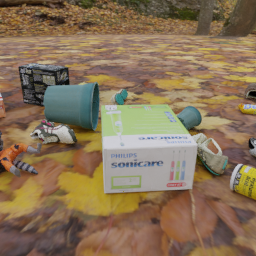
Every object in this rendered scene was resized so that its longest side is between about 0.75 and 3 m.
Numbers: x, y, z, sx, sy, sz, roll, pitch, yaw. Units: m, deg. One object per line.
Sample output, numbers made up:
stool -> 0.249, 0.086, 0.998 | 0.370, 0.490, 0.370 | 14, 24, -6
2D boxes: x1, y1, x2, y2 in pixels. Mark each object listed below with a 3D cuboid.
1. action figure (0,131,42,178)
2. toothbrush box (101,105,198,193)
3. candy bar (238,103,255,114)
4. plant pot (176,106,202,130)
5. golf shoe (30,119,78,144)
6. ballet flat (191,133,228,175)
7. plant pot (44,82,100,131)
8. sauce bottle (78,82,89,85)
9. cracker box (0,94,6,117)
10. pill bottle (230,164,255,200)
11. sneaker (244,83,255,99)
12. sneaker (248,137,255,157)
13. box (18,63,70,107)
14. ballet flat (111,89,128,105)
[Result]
action figure -> -3.126, 0.922, 6.769 | 1.675, 0.906, 1.732 | 2, 50, 22
toothbrush box -> 0.334, 0.358, 7.186 | 2.008, 1.187, 2.758 | -2, 22, -7
candy bar -> 5.687, -0.658, 10.775 | 2.813, 0.312, 0.701 | 6, 23, 12
plant pot -> 1.926, -0.257, 9.344 | 0.749, 0.765, 0.765 | -28, 35, -35
golf shoe -> -2.208, 0.252, 8.407 | 1.676, 0.647, 0.738 | 12, 42, 38
ballet flat -> 2.006, 0.543, 7.389 | 0.617, 0.685, 1.820 | 19, 13, -27
plant pot -> -1.826, -0.748, 9.221 | 1.577, 1.610, 1.610 | 3, 23, 2
sauce bottle -> -2.041, -1.208, 11.394 | 0.842, 0.842, 2.601 | 3, 22, 7
cracker box -> -5.899, -1.000, 11.006 | 1.712, 0.737, 2.556 | -12, 26, -26
pill bottle -> 2.802, 1.220, 5.899 | 1.120, 0.624, 0.624 | 18, 29, 37
sneaker -> 6.201, -1.353, 12.155 | 2.197, 0.774, 0.830 | 15, 48, 34
sneaker -> 3.971, 0.398, 7.845 | 1.747, 0.656, 1.009 | -22, 29, -40
box -> -3.467, -1.785, 11.740 | 1.976, 1.618, 0.851 | 10, 26, 24
ballet flat -> -0.434, -1.218, 11.993 | 0.551, 0.596, 1.766 | -22, 11, 21
